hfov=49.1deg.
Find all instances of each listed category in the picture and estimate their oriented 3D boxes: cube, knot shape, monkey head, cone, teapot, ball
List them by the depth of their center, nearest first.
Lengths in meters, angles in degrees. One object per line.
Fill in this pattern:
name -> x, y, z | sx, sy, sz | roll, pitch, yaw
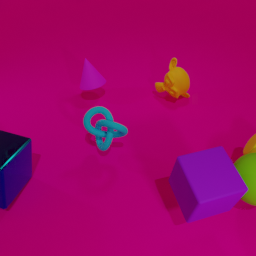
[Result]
cube -> 1.475, 1.088, 5.396 | 0.974, 0.974, 0.974 | -12, 54, -13
ball -> 2.799, 1.096, 6.034 | 1.138, 1.138, 1.138 | 0, 41, 0
cube -> -3.063, 0.882, 6.445 | 1.224, 1.224, 1.224 | 15, 31, 5
teapot -> 3.302, 0.540, 6.795 | 0.686, 1.401, 0.871 | 33, 71, 5
knot shape -> -0.528, 0.027, 7.189 | 1.083, 1.157, 0.535 | 1, 28, 28
cone -> -1.285, -1.873, 9.300 | 0.931, 0.934, 0.931 | -10, 30, 6
monkey head -> 1.532, -1.551, 9.551 | 1.081, 1.502, 0.905 | 2, 34, 49
